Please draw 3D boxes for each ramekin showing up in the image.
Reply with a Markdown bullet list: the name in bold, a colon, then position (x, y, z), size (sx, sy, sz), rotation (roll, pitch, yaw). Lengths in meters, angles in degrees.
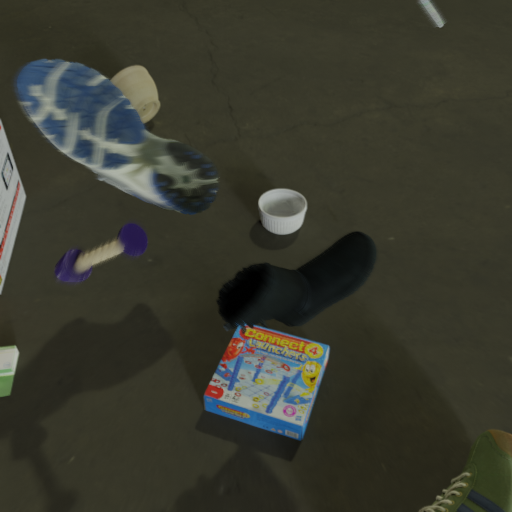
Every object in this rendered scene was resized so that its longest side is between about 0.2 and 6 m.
- **ramekin**: position (0.574, -0.960, 12.498), size (1.074, 0.564, 1.074), rotation (0, 42, 0)

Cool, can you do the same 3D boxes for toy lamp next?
- **toy lamp**: position (-2.323, 0.007, 8.116), size (1.771, 0.515, 0.515), rotation (-21, 28, 38)

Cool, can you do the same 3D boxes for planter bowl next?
- **planter bowl**: position (-3.369, -4.356, 15.670), size (1.552, 1.552, 1.045), rotation (-34, 79, -32)

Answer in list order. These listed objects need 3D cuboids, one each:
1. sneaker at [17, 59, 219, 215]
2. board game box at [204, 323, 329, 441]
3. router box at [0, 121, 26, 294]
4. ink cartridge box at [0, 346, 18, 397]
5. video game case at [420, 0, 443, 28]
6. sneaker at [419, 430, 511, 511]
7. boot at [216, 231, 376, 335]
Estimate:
- **sneaker**: position (-2.424, -1.758, 9.410), size (1.530, 3.592, 1.384), rotation (0, 59, 54)
- **board game box**: position (0.208, 2.021, 9.320), size (1.667, 0.466, 1.632), rotation (13, 45, 14)
- **router box**: position (-5.633, -1.388, 11.142), size (0.823, 3.023, 3.369), rotation (-5, 42, -6)
- **ink cartridge box**: position (-4.500, 2.009, 9.530), size (0.711, 0.234, 0.977), rotation (-6, 41, -7)
- **video game case**: position (3.402, -4.934, 11.060), size (0.095, 0.786, 0.863), rotation (-34, 21, 29)
- **sneaker**: position (2.547, 3.533, 7.189), size (1.457, 1.088, 3.246), rotation (16, 48, 10)
- **boot**: position (0.514, 0.326, 7.517), size (1.613, 1.968, 0.728), rotation (12, 42, -49)
